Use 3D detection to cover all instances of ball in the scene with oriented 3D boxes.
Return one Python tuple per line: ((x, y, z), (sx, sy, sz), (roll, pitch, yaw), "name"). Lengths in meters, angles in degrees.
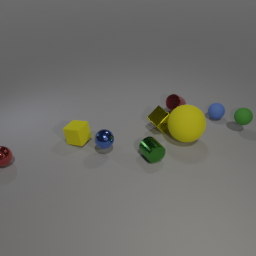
((3.823, -0.736, 12.096), (0.700, 0.700, 0.700), (0, 33, 0), "ball")
((-0.837, 0.393, 9.925), (0.700, 0.700, 0.700), (0, 33, 0), "ball")
((-4.299, 0.956, 9.503), (0.700, 0.700, 0.700), (0, 33, 0), "ball")
((4.578, -0.460, 11.110), (0.700, 0.700, 0.700), (0, 33, 0), "ball")
((2.186, -0.168, 10.461), (1.400, 1.400, 1.400), (0, 33, 0), "ball")

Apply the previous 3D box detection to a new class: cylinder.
((2.116, -1.096, 12.408), (0.700, 0.700, 0.700), (23, 7, 31), "cylinder")
((0.845, 0.760, 9.844), (0.700, 0.700, 0.700), (-16, 36, -23), "cylinder")

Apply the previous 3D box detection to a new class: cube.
((-1.911, 0.180, 10.615), (0.700, 0.700, 0.700), (6, 33, 26), "cube")
((1.327, -0.337, 11.199), (0.700, 0.700, 0.700), (-46, 51, 3), "cube")
